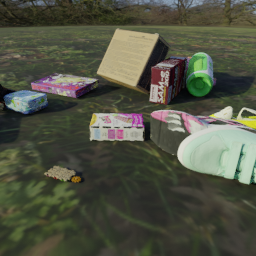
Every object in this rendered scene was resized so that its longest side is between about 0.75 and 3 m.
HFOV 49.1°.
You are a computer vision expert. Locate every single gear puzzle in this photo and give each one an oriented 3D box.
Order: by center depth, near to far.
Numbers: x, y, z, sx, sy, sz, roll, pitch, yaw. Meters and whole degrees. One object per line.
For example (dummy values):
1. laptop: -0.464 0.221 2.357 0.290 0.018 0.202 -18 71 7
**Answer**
1. gear puzzle: -1.357 1.031 6.044 0.802 0.105 0.416 13 25 20

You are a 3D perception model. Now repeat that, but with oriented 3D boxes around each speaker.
1. speaker: 3.036 -2.304 11.815 1.115 1.115 2.522 6 36 12

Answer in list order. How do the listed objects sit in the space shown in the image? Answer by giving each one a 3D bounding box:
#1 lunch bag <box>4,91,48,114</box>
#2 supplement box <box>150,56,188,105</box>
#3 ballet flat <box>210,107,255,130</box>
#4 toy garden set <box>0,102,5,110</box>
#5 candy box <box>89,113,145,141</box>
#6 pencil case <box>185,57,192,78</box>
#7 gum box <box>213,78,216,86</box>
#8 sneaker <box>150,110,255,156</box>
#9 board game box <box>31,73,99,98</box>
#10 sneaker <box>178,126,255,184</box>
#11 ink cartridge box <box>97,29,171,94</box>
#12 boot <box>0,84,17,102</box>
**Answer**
1. lunch bag: -3.556 -0.943 9.848 1.315 0.542 1.057 13 29 26
2. supplement box: 1.648 -1.956 11.103 0.757 1.354 2.488 13 28 22
3. ballet flat: 3.007 -0.265 7.793 1.899 0.637 0.634 8 21 16
4. toy garden set: -4.901 -0.761 9.398 1.432 0.343 1.718 13 6 1
5. candy box: -0.299 -0.046 7.967 1.485 0.453 1.012 0 24 -1
6. pencil case: 2.280 -2.742 13.228 2.464 1.066 1.020 -19 42 -32
7. gum box: 3.526 -2.183 12.853 0.563 0.328 0.992 -10 26 -21
8. sneaker: 1.895 0.169 7.084 2.761 1.109 1.192 16 17 13
9. board game box: -2.679 -1.854 11.925 2.531 0.409 1.519 13 37 29
10. sneaker: 2.482 0.727 5.400 2.888 1.063 1.704 4 18 2
11. ink cartridge box: 0.173 -2.884 11.957 1.020 2.237 2.715 24 3 -45
12. boot: -5.244 -1.385 10.051 2.048 0.701 1.928 9 6 18
